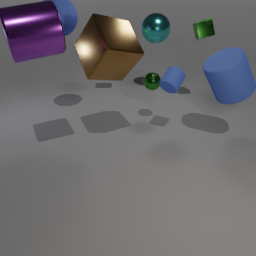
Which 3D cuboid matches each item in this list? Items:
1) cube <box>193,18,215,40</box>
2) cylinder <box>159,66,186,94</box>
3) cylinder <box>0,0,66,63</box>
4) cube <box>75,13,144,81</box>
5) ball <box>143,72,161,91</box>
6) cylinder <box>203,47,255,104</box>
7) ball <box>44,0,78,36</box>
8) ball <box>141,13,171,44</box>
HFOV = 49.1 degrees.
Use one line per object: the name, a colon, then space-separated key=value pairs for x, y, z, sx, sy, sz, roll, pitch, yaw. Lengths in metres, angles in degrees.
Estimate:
cube: x=3.229 y=-4.210 z=11.959 sx=0.700 sy=0.700 sz=0.700 roll=-14 pitch=14 yaw=5
cylinder: x=1.568 y=-1.690 z=9.890 sx=0.700 sy=0.700 sz=0.700 roll=21 pitch=70 yaw=33
cylinder: x=-2.558 y=-2.583 z=7.542 sx=1.400 sy=1.400 sz=1.400 roll=-18 pitch=33 yaw=-18
cube: x=-0.612 y=-2.463 z=8.787 sx=1.400 sy=1.400 sz=1.400 roll=-6 pitch=65 yaw=-39
ball: x=0.954 y=-1.825 z=11.001 sx=0.700 sy=0.700 sz=0.700 roll=0 pitch=28 yaw=0
cylinder: x=3.459 y=-1.767 z=9.557 sx=1.400 sy=1.400 sz=1.400 roll=-25 pitch=31 yaw=17
ball: x=-2.537 y=-4.045 z=10.180 sx=1.400 sy=1.400 sz=1.400 roll=0 pitch=28 yaw=0
ball: x=1.347 y=-4.808 z=13.532 sx=1.400 sy=1.400 sz=1.400 roll=0 pitch=28 yaw=0
